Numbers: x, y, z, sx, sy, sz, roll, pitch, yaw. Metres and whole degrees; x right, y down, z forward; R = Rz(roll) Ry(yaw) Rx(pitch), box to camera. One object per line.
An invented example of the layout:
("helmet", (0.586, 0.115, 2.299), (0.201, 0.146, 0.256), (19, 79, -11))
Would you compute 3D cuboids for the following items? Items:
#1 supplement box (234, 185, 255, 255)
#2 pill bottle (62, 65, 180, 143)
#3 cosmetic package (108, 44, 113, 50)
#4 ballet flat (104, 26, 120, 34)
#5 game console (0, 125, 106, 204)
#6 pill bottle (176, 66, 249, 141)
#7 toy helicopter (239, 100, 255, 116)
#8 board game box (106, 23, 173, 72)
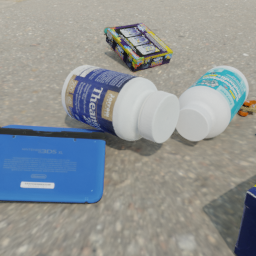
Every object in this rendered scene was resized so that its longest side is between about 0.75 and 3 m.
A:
("supplement box", (3.313, 1.433, 4.668), (2.716, 1.478, 1.487), (-20, 33, -28))
("pill bottle", (-0.216, -0.593, 7.058), (2.814, 1.561, 1.561), (20, 39, 34))
("cosmetic package", (-0.306, -4.087, 13.714), (0.730, 0.616, 1.412), (-25, 42, -29))
("ballet flat", (-0.597, -5.580, 16.126), (1.582, 0.537, 0.572), (-2, 15, 4))
("game console", (-1.909, 0.728, 6.735), (2.695, 1.594, 2.300), (3, 65, -5))
("pill bottle", (2.319, -0.679, 7.902), (1.480, 1.480, 2.672), (21, 39, 27))
("toy helicopter", (3.998, -0.667, 8.959), (1.131, 0.446, 0.748), (8, 24, -7))
("board game box", (0.465, -3.624, 12.383), (2.000, 0.686, 2.419), (-19, 57, -28))
